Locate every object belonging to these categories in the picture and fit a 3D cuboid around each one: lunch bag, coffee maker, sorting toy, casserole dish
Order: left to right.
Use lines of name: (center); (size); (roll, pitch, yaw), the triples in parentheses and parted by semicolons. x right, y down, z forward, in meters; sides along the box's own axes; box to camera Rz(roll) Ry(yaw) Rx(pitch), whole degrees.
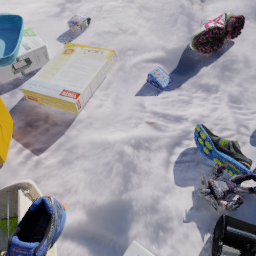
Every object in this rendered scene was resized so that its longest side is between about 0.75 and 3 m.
sorting toy: (-2.837, 2.803, 5.828); (2.425, 1.439, 2.694); (-15, 60, 2)
casserole dish: (-4.491, -2.981, 9.643); (1.731, 0.555, 2.859); (-4, 53, -3)
lunch bag: (-2.034, -4.471, 11.888); (0.695, 0.521, 0.820); (24, 66, 19)
lunch bag: (1.155, -1.711, 9.878); (0.810, 0.381, 0.609); (39, 59, 16)
coffee maker: (2.715, 2.544, 6.290); (1.492, 1.005, 1.433); (16, 27, 11)

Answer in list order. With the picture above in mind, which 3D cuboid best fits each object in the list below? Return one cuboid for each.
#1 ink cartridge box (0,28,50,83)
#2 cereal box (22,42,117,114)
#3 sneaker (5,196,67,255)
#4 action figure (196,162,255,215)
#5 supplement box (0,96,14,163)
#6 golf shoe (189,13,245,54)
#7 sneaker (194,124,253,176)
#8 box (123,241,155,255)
ink cartridge box: (-4.118, -2.703, 10.303); (1.973, 0.829, 1.435); (-30, 58, -21)
cereal box: (-1.917, -1.836, 9.620); (2.068, 0.568, 2.874); (16, 53, 20)
sneaker: (-1.775, 2.207, 4.701); (0.901, 0.938, 2.392); (10, 58, 3)
action figure: (2.736, 1.472, 7.181); (2.058, 0.714, 1.339); (-11, 59, -4)
supplement box: (-4.590, -0.148, 7.476); (2.194, 2.164, 1.457); (-3, 52, -2)
golf shoe: (3.286, -3.774, 11.102); (2.954, 1.073, 1.360); (-31, 45, -30)
sneaker: (2.651, 0.584, 7.940); (0.790, 0.676, 1.906); (-32, 62, -32)
box: (0.354, 3.345, 5.062); (1.708, 1.716, 1.470); (29, 57, 19)
